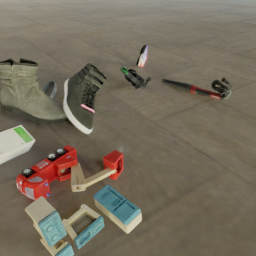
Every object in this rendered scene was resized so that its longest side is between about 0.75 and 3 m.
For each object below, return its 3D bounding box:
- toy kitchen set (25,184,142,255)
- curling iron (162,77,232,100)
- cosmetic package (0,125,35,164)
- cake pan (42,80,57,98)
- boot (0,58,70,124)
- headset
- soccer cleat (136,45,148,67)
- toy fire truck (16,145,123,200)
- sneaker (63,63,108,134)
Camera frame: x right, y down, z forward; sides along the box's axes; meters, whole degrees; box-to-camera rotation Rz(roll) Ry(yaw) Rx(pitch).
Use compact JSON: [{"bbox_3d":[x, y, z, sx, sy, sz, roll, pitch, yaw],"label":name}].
[{"bbox_3d":[-0.635,1.412,4.595,0.915,1.244,1.553,30,51,35],"label":"toy kitchen set"},{"bbox_3d":[2.438,-1.539,10.236,2.956,0.733,0.378,16,-5,45],"label":"curling iron"},{"bbox_3d":[-2.919,0.417,6.813,0.603,0.475,1.121,45,29,6],"label":"cosmetic package"},{"bbox_3d":[-2.781,-1.264,9.795,0.161,0.880,0.880,33,7,-43],"label":"cake pan"},{"bbox_3d":[-2.809,-1.149,8.469,2.645,1.728,0.895,10,24,9],"label":"boot"},{"bbox_3d":[0.317,-1.864,10.253,1.425,0.669,0.880,29,18,-53],"label":"headset"},{"bbox_3d":[0.708,-3.224,12.539,0.373,1.019,0.348,9,29,-23],"label":"soccer cleat"},{"bbox_3d":[-1.234,1.021,6.321,1.456,0.503,2.064,22,38,31],"label":"toy fire truck"},{"bbox_3d":[-1.191,-1.032,8.337,1.278,0.911,2.576,-39,42,20],"label":"sneaker"}]
